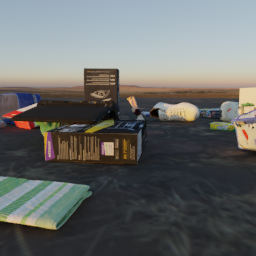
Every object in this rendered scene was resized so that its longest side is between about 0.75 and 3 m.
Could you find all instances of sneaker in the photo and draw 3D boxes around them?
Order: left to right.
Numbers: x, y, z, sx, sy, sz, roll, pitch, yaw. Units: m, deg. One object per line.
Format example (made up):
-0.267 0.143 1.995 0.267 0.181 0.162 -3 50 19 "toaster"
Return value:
2.169 -0.639 13.577 2.545 0.926 1.077 6 30 42 "sneaker"
5.611 -0.788 13.347 2.805 0.988 1.311 -2 2 -33 "sneaker"

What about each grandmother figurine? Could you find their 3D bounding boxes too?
0.391 -0.878 13.385 0.394 1.300 0.788 -29 -4 33 "grandmother figurine"

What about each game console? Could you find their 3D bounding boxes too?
-1.700 -0.056 8.539 2.584 2.272 1.504 3 52 15 "game console"

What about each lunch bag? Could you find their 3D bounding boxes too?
-4.838 -0.929 12.919 2.050 1.393 1.357 6 10 37 "lunch bag"
4.005 -0.215 6.776 2.782 1.051 2.229 -16 1 -5 "lunch bag"

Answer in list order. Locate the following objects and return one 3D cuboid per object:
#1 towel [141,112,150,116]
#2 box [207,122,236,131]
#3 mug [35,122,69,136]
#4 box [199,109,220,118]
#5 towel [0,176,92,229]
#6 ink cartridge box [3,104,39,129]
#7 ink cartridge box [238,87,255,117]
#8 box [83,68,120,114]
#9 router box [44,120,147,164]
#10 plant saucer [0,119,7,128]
1.356 -0.829 16.750 0.939 0.152 1.279 0 9 -9 "towel"
3.694 -0.070 10.972 1.071 0.259 0.629 8 11 31 "box"
-2.165 -0.011 8.453 0.646 0.859 1.046 4 25 38 "mug"
5.263 -0.838 15.769 2.237 0.422 1.528 -2 8 -14 "box"
-1.452 0.978 3.800 1.637 0.191 1.249 3 9 12 "towel"
-3.906 -0.512 11.572 1.177 0.681 2.026 6 25 41 "ink cartridge box"
4.423 -0.610 9.794 0.689 1.634 1.194 8 11 44 "ink cartridge box"
-1.567 -2.214 17.056 2.056 2.778 1.449 2 9 2 "box"
-0.623 0.244 7.124 2.048 0.680 2.605 1 8 8 "router box"
-6.146 -0.175 11.667 2.026 0.278 2.026 0 7 0 "plant saucer"
